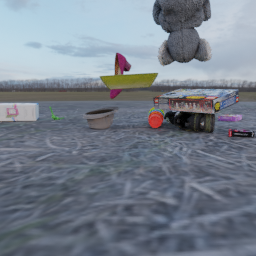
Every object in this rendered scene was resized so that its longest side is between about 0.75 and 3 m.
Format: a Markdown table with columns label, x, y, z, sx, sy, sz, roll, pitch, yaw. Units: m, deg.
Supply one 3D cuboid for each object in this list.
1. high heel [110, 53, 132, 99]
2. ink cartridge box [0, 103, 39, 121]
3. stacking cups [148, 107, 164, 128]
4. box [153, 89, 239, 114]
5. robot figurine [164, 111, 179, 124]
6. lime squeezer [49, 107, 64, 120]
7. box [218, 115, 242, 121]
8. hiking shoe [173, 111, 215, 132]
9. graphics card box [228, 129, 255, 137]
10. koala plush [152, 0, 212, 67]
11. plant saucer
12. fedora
| label | x | y | z | sx | sy | sz | roll | pitch | yaw |
| --- | --- | --- | --- | --- | --- | --- | --- | --- | --- |
| high heel | -0.659 | -2.689 | 14.425 | 0.788 | 2.337 | 1.123 | -3 | -31 | 45 |
| ink cartridge box | -6.011 | -0.870 | 15.077 | 2.167 | 0.917 | 1.566 | 0 | 7 | -12 |
| stacking cups | 1.222 | -0.490 | 12.814 | 0.802 | 0.802 | 2.649 | 1 | 9 | 9 |
| box | 2.679 | -1.129 | 11.237 | 1.909 | 0.556 | 2.788 | -20 | 20 | -40 |
| robot figurine | 2.222 | -0.512 | 13.402 | 0.760 | 0.631 | 1.011 | -17 | 16 | -39 |
| lime squeezer | -3.993 | -0.650 | 15.474 | 0.255 | 0.478 | 1.354 | -15 | -29 | 18 |
| box | 5.555 | -0.556 | 15.211 | 0.909 | 0.260 | 1.329 | 5 | 9 | 35 |
| hiking shoe | 2.487 | -0.474 | 11.467 | 1.378 | 1.036 | 2.737 | 2 | 8 | -7 |
| graphics card box | 3.895 | 0.178 | 9.649 | 0.823 | 0.209 | 0.516 | 3 | 8 | 19 |
| koala plush | 1.796 | -3.263 | 9.348 | 2.065 | 2.328 | 2.140 | -1 | 10 | 10 |
| plant saucer | 0.037 | -1.919 | 11.687 | 2.271 | 0.544 | 2.274 | -3 | 7 | 0 |
| fedora | -1.117 | -0.378 | 11.881 | 1.431 | 0.731 | 1.618 | 2 | 17 | 37 |
